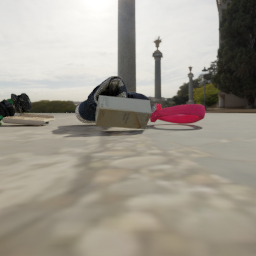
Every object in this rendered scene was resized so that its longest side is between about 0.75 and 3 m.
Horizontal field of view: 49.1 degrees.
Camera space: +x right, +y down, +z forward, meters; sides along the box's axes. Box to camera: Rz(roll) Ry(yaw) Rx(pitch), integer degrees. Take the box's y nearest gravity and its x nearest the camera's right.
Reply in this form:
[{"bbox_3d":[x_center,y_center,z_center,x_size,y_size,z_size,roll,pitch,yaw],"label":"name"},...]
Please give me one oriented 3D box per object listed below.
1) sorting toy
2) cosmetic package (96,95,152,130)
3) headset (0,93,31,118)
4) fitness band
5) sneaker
[{"bbox_3d":[-3.587,-0.262,9.414,1.953,0.287,1.444,4,9,-1],"label":"sorting toy"},{"bbox_3d":[-0.131,-0.371,6.956,1.289,0.471,0.668,4,-39,-11],"label":"cosmetic package"},{"bbox_3d":[-4.143,-0.904,10.033,1.321,1.005,2.139,-27,27,-24],"label":"headset"},{"bbox_3d":[1.584,-0.426,9.168,1.635,0.426,2.277,3,-6,-2],"label":"fitness band"},{"bbox_3d":[-0.116,-0.962,9.652,2.955,1.123,2.135,-14,-12,-30],"label":"sneaker"}]
